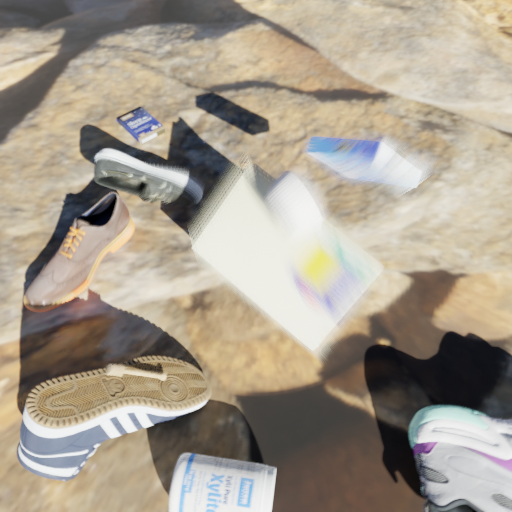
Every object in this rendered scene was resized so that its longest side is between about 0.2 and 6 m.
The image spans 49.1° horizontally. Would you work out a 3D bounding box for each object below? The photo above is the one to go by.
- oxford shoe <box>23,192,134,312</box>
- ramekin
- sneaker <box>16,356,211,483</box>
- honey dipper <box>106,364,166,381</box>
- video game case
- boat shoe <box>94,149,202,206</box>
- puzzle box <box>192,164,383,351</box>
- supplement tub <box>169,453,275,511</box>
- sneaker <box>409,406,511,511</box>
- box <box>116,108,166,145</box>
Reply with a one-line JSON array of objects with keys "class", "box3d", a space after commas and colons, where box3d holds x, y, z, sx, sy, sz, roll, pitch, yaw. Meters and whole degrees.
[{"class": "oxford shoe", "box3d": [-3.078, -0.128, 9.500, 0.877, 0.897, 2.461, 21, 55, 19]}, {"class": "ramekin", "box3d": [0.482, -0.679, 7.580, 0.410, 0.879, 0.879, -33, 58, -4]}, {"class": "sneaker", "box3d": [-1.976, 2.257, 7.798, 2.650, 1.438, 0.929, 0, 42, -40]}, {"class": "honey dipper", "box3d": [-1.598, 1.580, 7.558, 0.822, 0.156, 0.156, 15, 46, -29]}, {"class": "video game case", "box3d": [1.477, -1.291, 7.707, 1.193, 1.082, 0.271, 18, 90, 46]}, {"class": "boat shoe", "box3d": [-1.931, -1.241, 9.997, 2.021, 0.694, 0.572, 19, 59, -25]}, {"class": "puzzle box", "box3d": [0.424, 0.026, 8.431, 2.494, 1.659, 0.317, 40, 19, 8]}, {"class": "supplement tub", "box3d": [-0.416, 3.019, 7.143, 1.256, 0.829, 0.829, 6, 53, 5]}, {"class": "sneaker", "box3d": [3.414, 2.984, 7.122, 2.746, 1.067, 1.921, -3, 53, 10]}, {"class": "box", "box3d": [-2.519, -2.853, 12.095, 0.641, 0.171, 1.058, -34, 58, -23]}]
